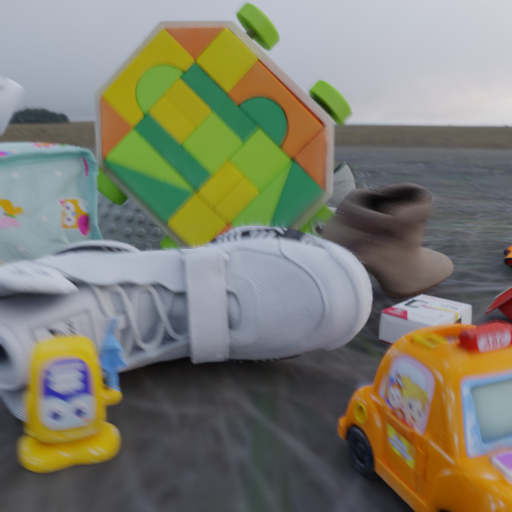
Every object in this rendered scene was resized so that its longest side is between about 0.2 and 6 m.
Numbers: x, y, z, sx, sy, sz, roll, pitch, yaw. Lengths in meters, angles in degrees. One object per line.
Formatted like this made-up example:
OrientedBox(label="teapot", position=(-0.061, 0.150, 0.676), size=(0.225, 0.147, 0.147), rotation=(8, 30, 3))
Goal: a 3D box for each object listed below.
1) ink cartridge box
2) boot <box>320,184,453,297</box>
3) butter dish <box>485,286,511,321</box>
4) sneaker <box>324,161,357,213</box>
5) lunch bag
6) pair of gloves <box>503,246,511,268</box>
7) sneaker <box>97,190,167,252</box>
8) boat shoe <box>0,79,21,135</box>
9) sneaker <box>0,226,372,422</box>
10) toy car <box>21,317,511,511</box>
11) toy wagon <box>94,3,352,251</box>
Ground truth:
OrientedBox(label="ink cartridge box", position=(1.683, 0.670, 5.563), size=(0.585, 0.339, 0.792), rotation=(13, 20, 43))
OrientedBox(label="boot", position=(1.673, -0.202, 6.500), size=(1.981, 1.449, 0.696), rotation=(-6, 50, -18))
OrientedBox(label="butter dish", position=(3.011, 0.488, 5.848), size=(0.862, 0.859, 0.637), rotation=(-16, 65, -42))
OrientedBox(label="sneaker", position=(0.285, -1.161, 10.934), size=(3.462, 1.373, 1.280), rotation=(-4, 15, 5))
OrientedBox(label="lunch bag", position=(-3.713, -0.398, 6.590), size=(3.200, 1.951, 2.726), rotation=(-12, 16, -29))
OrientedBox(label="pair of gloves", position=(4.736, 0.120, 8.042), size=(2.198, 0.272, 1.958), rotation=(12, 17, 32))
OrientedBox(label="sneaker", position=(-1.219, -0.480, 8.940), size=(3.458, 1.321, 1.392), rotation=(5, -2, 6))
OrientedBox(label="boat shoe", position=(-3.614, -1.990, 7.264), size=(0.756, 0.768, 2.167), rotation=(25, -2, -32))
OrientedBox(label="sneaker", position=(-0.826, 0.525, 4.424), size=(3.263, 1.226, 1.875), rotation=(0, 13, 21))
OrientedBox(label="toy car", position=(0.170, 0.896, 3.021), size=(3.287, 1.094, 1.612), rotation=(0, 13, -4))
OrientedBox(label="toy wagon", position=(-0.162, -1.084, 6.879), size=(3.711, 2.879, 0.734), rotation=(45, 6, -3))
